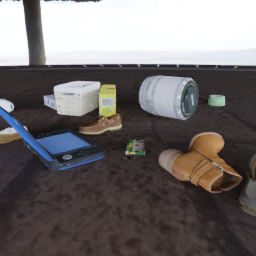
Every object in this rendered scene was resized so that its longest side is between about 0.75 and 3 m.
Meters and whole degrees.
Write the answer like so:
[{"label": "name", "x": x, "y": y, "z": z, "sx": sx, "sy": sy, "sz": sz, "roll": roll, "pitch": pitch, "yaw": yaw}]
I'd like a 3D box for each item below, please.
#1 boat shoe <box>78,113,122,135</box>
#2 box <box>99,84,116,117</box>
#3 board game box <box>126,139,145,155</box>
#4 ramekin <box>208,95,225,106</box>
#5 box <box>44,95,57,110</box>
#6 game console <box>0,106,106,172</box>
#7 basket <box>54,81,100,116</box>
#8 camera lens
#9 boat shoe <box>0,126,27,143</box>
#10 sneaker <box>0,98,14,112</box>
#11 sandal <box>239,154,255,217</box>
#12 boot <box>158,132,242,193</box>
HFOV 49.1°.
[{"label": "boat shoe", "x": -1.011, "y": -0.172, "z": 10.216, "sx": 1.798, "sy": 0.607, "sz": 0.647, "roll": -13, "pitch": 21, "yaw": -37}, {"label": "box", "x": -0.948, "y": -1.359, "z": 13.401, "sx": 0.748, "sy": 1.123, "sz": 2.984, "roll": 0, "pitch": 15, "yaw": -2}, {"label": "board game box", "x": 0.237, "y": 0.575, "z": 8.561, "sx": 0.565, "sy": 0.126, "sz": 1.078, "roll": -1, "pitch": 16, "yaw": 3}, {"label": "ramekin", "x": 4.737, "y": -1.484, "z": 14.970, "sx": 0.904, "sy": 0.441, "sz": 0.904, "roll": 0, "pitch": 16, "yaw": 0}, {"label": "box", "x": -3.637, "y": -1.364, "z": 14.493, "sx": 0.935, "sy": 0.482, "sz": 1.603, "roll": -11, "pitch": 19, "yaw": -33}, {"label": "game console", "x": -2.268, "y": -0.004, "z": 7.877, "sx": 2.322, "sy": 1.610, "sz": 2.721, "roll": -14, "pitch": 22, "yaw": -33}, {"label": "basket", "x": -2.336, "y": -1.442, "z": 13.300, "sx": 1.440, "sy": 1.310, "sz": 2.124, "roll": 6, "pitch": 18, "yaw": 18}, {"label": "camera lens", "x": 1.813, "y": -1.356, "z": 12.177, "sx": 2.189, "sy": 1.751, "sz": 1.751, "roll": 13, "pitch": 21, "yaw": 37}, {"label": "boat shoe", "x": -3.841, "y": 0.187, "z": 9.049, "sx": 1.136, "sy": 0.402, "sz": 0.394, "roll": -11, "pitch": 45, "yaw": -17}, {"label": "sneaker", "x": -5.981, "y": -1.173, "z": 13.519, "sx": 1.627, "sy": 0.655, "sz": 1.191, "roll": -1, "pitch": 20, "yaw": 15}, {"label": "sandal", "x": 3.021, "y": 0.983, "z": 6.007, "sx": 1.143, "sy": 0.763, "sz": 2.796, "roll": 11, "pitch": 20, "yaw": 33}, {"label": "boot", "x": 2.014, "y": 0.825, "z": 6.685, "sx": 2.149, "sy": 0.792, "sz": 1.663, "roll": -19, "pitch": 25, "yaw": -28}]
